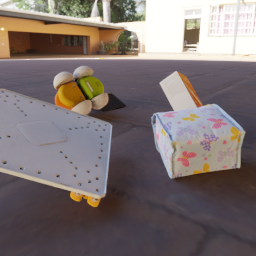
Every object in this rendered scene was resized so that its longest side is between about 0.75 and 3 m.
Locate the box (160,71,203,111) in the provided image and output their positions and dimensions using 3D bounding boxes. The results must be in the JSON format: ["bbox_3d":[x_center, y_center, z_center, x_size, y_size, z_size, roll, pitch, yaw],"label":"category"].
[{"bbox_3d":[1.690,-0.938,8.599,0.666,1.366,0.850,-33,-19,26],"label":"box"}]

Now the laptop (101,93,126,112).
[{"bbox_3d":[-1.082,-0.931,11.585,1.320,0.817,1.410,-18,-4,-45],"label":"laptop"}]

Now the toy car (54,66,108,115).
[{"bbox_3d":[-1.802,-1.207,10.282,1.907,1.669,1.430,-29,-5,-38],"label":"toy car"}]

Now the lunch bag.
[{"bbox_3d":[1.394,0.159,6.063,1.506,1.129,1.776,-9,31,-6],"label":"lunch bag"}]

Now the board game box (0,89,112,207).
[{"bbox_3d":[-1.672,0.210,5.374,2.687,0.348,2.687,18,24,-9],"label":"board game box"}]
